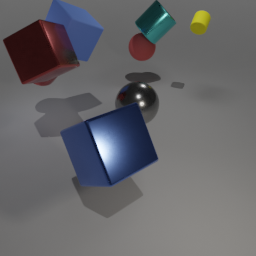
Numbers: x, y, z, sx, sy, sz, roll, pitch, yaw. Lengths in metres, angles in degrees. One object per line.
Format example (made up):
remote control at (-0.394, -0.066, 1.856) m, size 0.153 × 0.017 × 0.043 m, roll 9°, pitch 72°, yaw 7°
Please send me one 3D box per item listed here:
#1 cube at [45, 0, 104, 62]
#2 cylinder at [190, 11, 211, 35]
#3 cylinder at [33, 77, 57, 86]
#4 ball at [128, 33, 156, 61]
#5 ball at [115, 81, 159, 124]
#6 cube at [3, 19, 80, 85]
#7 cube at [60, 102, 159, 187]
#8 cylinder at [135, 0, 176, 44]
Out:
cube at (-1.997, -3.402, 9.880) m, size 1.400 × 1.400 × 1.400 m, roll -2°, pitch 44°, yaw -48°
cylinder at (3.071, -4.462, 11.880) m, size 0.700 × 0.700 × 0.700 m, roll 15°, pitch 67°, yaw 22°
cylinder at (-3.191, -2.549, 10.818) m, size 1.400 × 1.400 × 1.400 m, roll -31°, pitch 4°, yaw 46°
ball at (0.723, -4.158, 14.382) m, size 1.400 × 1.400 × 1.400 m, roll 0°, pitch 32°, yaw 0°
ball at (0.290, -0.769, 8.879) m, size 1.400 × 1.400 × 1.400 m, roll 0°, pitch 32°, yaw 0°
cube at (-2.575, -2.273, 8.542) m, size 1.400 × 1.400 × 1.400 m, roll -19°, pitch 8°, yaw 19°
cube at (-0.440, 0.397, 6.322) m, size 1.400 × 1.400 × 1.400 m, roll -23°, pitch 4°, yaw -35°
cylinder at (1.276, -4.892, 12.995) m, size 1.400 × 1.400 × 1.400 m, roll -40°, pitch 23°, yaw 21°
